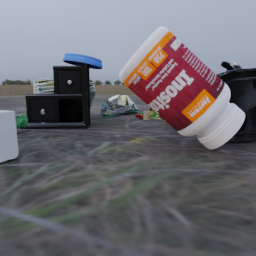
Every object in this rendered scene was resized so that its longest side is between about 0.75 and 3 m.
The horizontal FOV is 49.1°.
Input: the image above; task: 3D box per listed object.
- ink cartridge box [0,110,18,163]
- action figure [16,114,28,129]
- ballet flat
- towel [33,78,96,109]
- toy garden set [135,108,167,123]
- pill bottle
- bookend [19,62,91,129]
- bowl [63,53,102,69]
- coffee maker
[{"bbox_3d":[-3.376,0.145,5.062,2.235,0.928,1.638,4,9,27],"label":"ink cartridge box"},{"bbox_3d":[-4.115,-0.095,7.480,2.927,0.801,1.729,-7,13,-43],"label":"action figure"},{"bbox_3d":[-0.299,-1.145,13.853,1.028,1.028,2.859,5,10,31],"label":"ballet flat"},{"bbox_3d":[-2.725,-1.281,11.987,2.462,0.693,2.876,-5,-17,-17],"label":"towel"},{"bbox_3d":[1.685,-0.655,11.828,2.881,0.575,2.401,8,12,44],"label":"toy garden set"},{"bbox_3d":[1.147,-0.753,5.820,2.484,1.403,1.403,41,7,-5],"label":"pill bottle"},{"bbox_3d":[-2.428,-1.151,9.468,2.245,2.259,1.041,0,8,-3],"label":"bookend"},{"bbox_3d":[-1.499,-2.240,9.406,1.332,0.261,1.332,10,4,-1],"label":"bowl"},{"bbox_3d":[2.534,-0.578,8.028,2.874,2.016,2.993,-29,7,2],"label":"coffee maker"}]
